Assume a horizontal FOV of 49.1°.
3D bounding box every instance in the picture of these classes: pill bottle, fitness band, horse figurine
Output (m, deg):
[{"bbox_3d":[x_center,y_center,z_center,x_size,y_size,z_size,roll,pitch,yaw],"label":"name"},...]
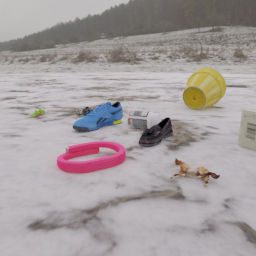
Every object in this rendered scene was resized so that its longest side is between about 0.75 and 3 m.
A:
[{"bbox_3d":[0.657,-0.335,11.617,1.290,0.735,0.735,7,16,21],"label":"pill bottle"},{"bbox_3d":[-1.026,0.791,8.014,2.007,0.376,1.441,-10,18,-31],"label":"fitness band"},{"bbox_3d":[1.627,1.106,6.893,1.269,0.317,0.841,7,16,25],"label":"horse figurine"}]

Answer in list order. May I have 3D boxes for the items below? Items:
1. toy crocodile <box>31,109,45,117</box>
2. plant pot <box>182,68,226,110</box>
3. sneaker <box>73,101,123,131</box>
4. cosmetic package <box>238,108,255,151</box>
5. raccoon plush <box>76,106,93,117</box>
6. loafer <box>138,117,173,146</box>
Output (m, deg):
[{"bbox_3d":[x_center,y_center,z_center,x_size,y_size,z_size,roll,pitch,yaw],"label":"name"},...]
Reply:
[{"bbox_3d":[-4.539,-0.733,14.088,0.324,0.296,0.960,-38,3,22],"label":"toy crocodile"},{"bbox_3d":[4.180,-2.067,15.962,2.214,2.214,2.083,11,34,35],"label":"plant pot"},{"bbox_3d":[-1.263,-0.562,11.913,0.891,1.060,2.704,15,22,39],"label":"sneaker"},{"bbox_3d":[4.960,-0.071,9.537,2.479,1.304,0.881,-11,19,-30],"label":"cosmetic package"},{"bbox_3d":[-2.153,-0.721,14.094,0.684,0.494,1.021,-10,-17,16],"label":"raccoon plush"},{"bbox_3d":[1.001,0.096,10.073,0.758,0.664,2.108,9,17,31],"label":"loafer"}]
